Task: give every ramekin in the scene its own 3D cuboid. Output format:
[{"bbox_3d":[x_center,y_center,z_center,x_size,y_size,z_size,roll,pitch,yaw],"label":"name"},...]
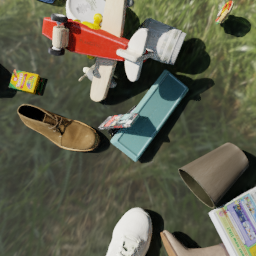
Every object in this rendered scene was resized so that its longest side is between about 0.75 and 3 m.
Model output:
[{"bbox_3d":[-1.143,-3.668,8.827,1.681,0.882,1.681,0,80,0],"label":"ramekin"}]

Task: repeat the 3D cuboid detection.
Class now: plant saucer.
[{"bbox_3d":[0.726,-0.419,8.363,1.003,0.272,2.868,39,77,-7],"label":"plant saucer"}]

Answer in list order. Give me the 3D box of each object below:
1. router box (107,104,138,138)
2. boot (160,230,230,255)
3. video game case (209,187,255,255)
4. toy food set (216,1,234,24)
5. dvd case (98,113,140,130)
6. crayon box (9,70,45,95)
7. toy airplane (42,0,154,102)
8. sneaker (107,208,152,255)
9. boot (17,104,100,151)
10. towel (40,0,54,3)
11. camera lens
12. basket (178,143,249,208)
[{"bbox_3d":[0.118,0.034,8.430,1.219,0.311,0.909,-42,82,-7],"label":"router box"},{"bbox_3d":[2.189,3.578,7.595,1.780,0.855,2.435,-25,81,-11],"label":"boot"},{"bbox_3d":[3.715,2.969,7.563,2.283,0.277,2.507,-21,76,-18],"label":"video game case"},{"bbox_3d":[2.992,-3.587,8.709,0.186,0.757,0.765,27,90,-7],"label":"toy food set"},{"bbox_3d":[-0.243,-0.192,7.932,1.015,0.741,0.112,-7,114,27],"label":"dvd case"},{"bbox_3d":[-3.145,-1.419,8.740,0.948,0.241,0.602,12,80,2],"label":"crayon box"},{"bbox_3d":[-0.601,-2.423,7.759,2.788,1.968,2.776,-27,110,22],"label":"toy airplane"},{"bbox_3d":[-0.178,3.510,7.299,1.083,1.274,2.879,27,80,6],"label":"sneaker"},{"bbox_3d":[-2.041,-0.001,8.130,2.510,0.947,0.924,22,78,3],"label":"boot"},{"bbox_3d":[-2.653,-5.061,9.324,0.978,0.425,1.751,18,81,4],"label":"towel"},{"bbox_3d":[0.950,-2.628,8.528,1.356,1.084,1.084,23,80,4],"label":"camera lens"},{"bbox_3d":[2.468,1.203,7.852,1.573,1.070,1.418,-35,51,-12],"label":"basket"}]
